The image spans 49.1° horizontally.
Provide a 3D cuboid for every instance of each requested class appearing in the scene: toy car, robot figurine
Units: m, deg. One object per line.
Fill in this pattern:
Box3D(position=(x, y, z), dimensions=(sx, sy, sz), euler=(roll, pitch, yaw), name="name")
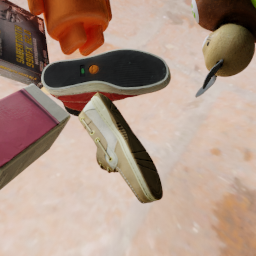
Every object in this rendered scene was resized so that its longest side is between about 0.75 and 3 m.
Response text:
Box3D(position=(2.254, -2.109, 6.886), dimensions=(2.175, 2.264, 2.757), euler=(25, 90, 11), name="toy car")
Box3D(position=(-1.490, -3.447, 7.378), dimensions=(2.113, 1.713, 2.937), euler=(-12, 86, -4), name="robot figurine")

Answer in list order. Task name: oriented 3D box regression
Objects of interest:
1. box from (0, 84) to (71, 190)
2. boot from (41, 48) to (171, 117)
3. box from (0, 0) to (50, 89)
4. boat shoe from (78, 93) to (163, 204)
Box3D(position=(-2.000, 0.192, 4.719), dimensions=(0.968, 1.136, 1.776), euler=(41, 35, -1), name="box")
Box3D(position=(-0.361, -0.859, 6.466), dimensions=(2.653, 1.914, 0.961), euler=(-3, 70, 7), name="boot")
Box3D(position=(-2.722, -2.087, 6.574), dimensions=(0.503, 1.649, 2.083), euler=(-33, 57, 31), name="box")
Box3D(position=(-0.193, 0.413, 5.024), dimensions=(0.759, 0.846, 2.285), euler=(-39, 59, 15), name="boat shoe")
